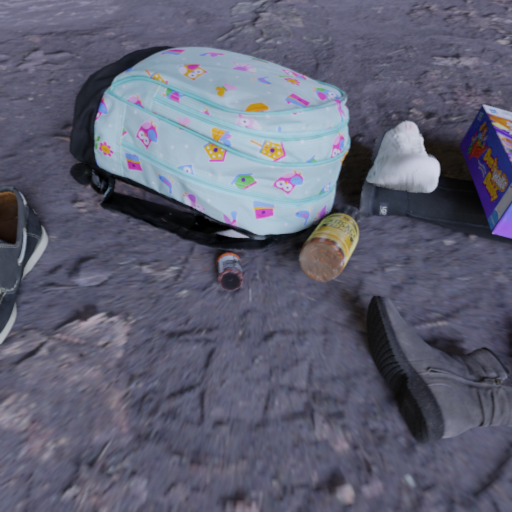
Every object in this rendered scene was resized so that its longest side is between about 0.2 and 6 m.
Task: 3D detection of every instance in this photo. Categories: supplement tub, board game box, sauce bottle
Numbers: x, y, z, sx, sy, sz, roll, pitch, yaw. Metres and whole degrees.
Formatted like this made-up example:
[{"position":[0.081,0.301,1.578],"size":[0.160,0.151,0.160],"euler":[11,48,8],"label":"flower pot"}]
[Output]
[{"position":[-0.414,0.197,8.645],"size":[0.376,0.376,0.703],"euler":[-4,32,-5],"label":"supplement tub"},{"position":[5.471,-0.985,8.978],"size":[3.853,0.863,2.591],"euler":[14,41,-6],"label":"board game box"},{"position":[1.232,-0.295,8.738],"size":[0.696,0.696,2.109],"euler":[13,27,14],"label":"sauce bottle"}]

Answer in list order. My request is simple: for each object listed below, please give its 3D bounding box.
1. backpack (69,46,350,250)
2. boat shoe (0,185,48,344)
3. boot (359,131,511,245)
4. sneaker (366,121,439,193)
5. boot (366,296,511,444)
[{"position":[-0.592,-1.974,9.429],"size":[4.262,2.698,3.557],"euler":[27,45,23],"label":"backpack"},{"position":[-3.998,0.248,8.097],"size":[1.168,1.100,3.252],"euler":[2,42,0],"label":"boat shoe"},{"position":[3.361,-1.291,9.979],"size":[2.686,0.882,2.214],"euler":[9,50,15],"label":"boot"},{"position":[2.190,-1.518,8.399],"size":[0.819,1.045,2.102],"euler":[11,8,-6],"label":"sneaker"},{"position":[2.338,1.348,7.183],"size":[1.375,0.729,2.089],"euler":[-9,53,-12],"label":"boot"}]
